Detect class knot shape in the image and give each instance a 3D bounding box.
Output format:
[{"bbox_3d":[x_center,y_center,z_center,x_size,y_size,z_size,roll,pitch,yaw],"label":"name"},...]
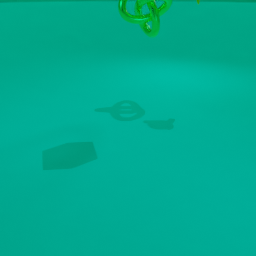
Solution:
[{"bbox_3d":[0.710,-4.089,9.562,1.712,1.830,0.846,-20,36,42],"label":"knot shape"}]

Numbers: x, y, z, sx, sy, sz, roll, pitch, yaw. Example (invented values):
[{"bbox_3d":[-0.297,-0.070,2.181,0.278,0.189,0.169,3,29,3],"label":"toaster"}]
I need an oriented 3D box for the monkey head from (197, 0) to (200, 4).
[{"bbox_3d":[2.122,-4.454,8.640,0.762,1.265,0.910,-30,-9,25],"label":"monkey head"}]
